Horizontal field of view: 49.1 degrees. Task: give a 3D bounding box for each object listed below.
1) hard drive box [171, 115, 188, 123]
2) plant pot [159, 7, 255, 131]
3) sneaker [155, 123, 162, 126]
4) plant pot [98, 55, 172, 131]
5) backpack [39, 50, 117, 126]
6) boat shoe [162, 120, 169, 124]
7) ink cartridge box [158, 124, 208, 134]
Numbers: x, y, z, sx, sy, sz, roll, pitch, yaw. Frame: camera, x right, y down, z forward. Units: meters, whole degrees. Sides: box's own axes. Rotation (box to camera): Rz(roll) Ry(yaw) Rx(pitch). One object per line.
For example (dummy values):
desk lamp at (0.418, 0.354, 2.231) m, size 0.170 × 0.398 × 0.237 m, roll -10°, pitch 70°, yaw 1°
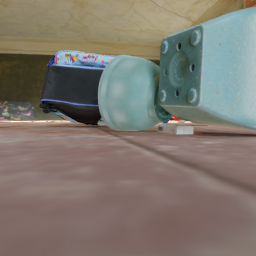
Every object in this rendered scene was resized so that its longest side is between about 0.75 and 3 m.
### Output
hard drive box at (2.446, -1.163, 11.515) m, size 1.919 × 0.945 × 2.462 m, roll 30°, pitch -21°, yaw -25°
plant pot at (1.602, -0.881, 4.630) m, size 1.956 × 1.915 × 1.921 m, roll -1°, pitch 6°, yaw -24°
sneaker at (0.671, -0.403, 10.172) m, size 0.850 × 0.531 × 1.442 m, roll 20°, pitch -21°, yaw -36°
plant pot at (0.335, -0.658, 5.782) m, size 1.098 × 1.639 × 1.639 m, roll 11°, pitch 8°, yaw 35°
backpack at (-1.230, -1.071, 9.309) m, size 2.620 × 1.931 × 2.870 m, roll 6°, pitch -9°, yaw 3°
boat shoe at (0.446, -0.691, 11.883) m, size 2.829 × 0.971 × 1.190 m, roll 6°, pitch 8°, yaw -14°
ink cartridge box at (1.032, 0.019, 5.355) m, size 0.668 × 0.168 × 0.770 m, roll 1°, pitch 2°, yaw -19°
